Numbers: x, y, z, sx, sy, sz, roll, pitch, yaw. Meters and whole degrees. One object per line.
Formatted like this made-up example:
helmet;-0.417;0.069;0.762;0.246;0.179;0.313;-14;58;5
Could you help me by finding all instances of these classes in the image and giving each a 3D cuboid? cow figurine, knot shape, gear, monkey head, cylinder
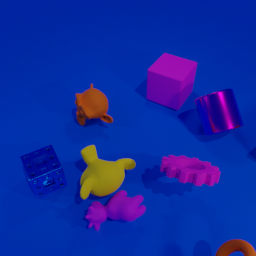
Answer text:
cow figurine;-0.316;1.922;6.446;1.167;0.640;1.148;1;21;43
knot shape;1.987;2.641;4.965;0.640;1.384;1.295;-5;43;1
gear;1.423;0.954;6.472;1.318;0.244;1.318;8;11;-2
monkey head;-1.130;-0.619;8.702;0.965;1.152;1.602;-15;59;-28
monkey head;-0.660;1.021;6.803;1.631;1.173;0.983;-28;19;-32
cylinder;2.656;-0.452;8.212;1.129;1.129;1.129;-15;87;-14

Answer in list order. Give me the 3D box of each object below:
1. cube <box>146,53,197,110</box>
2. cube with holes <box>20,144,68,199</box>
cube;1.453;-1.579;9.460;1.227;1.227;1.227;23;50;22
cube with holes;-2.153;1.113;7.211;0.827;0.827;0.827;-22;50;-20
